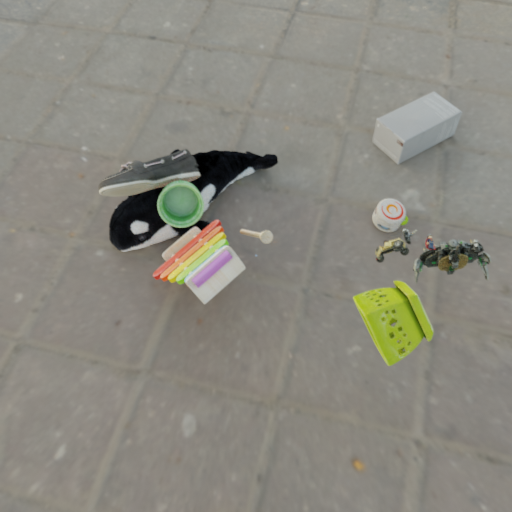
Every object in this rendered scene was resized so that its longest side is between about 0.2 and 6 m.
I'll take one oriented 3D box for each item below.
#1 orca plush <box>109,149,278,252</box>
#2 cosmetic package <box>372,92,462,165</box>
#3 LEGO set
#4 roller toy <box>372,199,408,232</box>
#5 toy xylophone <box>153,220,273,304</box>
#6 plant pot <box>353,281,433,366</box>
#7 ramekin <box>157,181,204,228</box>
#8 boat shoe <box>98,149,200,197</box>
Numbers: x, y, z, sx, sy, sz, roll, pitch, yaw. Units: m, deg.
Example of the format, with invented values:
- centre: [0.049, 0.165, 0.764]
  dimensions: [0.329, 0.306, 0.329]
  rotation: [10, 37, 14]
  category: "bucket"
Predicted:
- centre: [-1.365, -1.572, 11.838]
  dimensions: [3.996, 1.420, 2.102]
  rotation: [-21, 57, -14]
  category: "orca plush"
- centre: [3.803, -3.056, 13.309]
  dimensions: [1.872, 0.844, 1.000]
  rotation: [-28, 58, -15]
  category: "cosmetic package"
- centre: [3.230, -0.111, 9.934]
  dimensions: [1.530, 2.355, 0.667]
  rotation: [-25, 52, 37]
  category: "LEGO set"
- centre: [2.809, -0.855, 11.906]
  dimensions: [0.630, 0.483, 0.691]
  rotation: [-16, 66, -15]
  category: "roller toy"
- centre: [-0.825, -0.021, 10.321]
  dimensions: [1.934, 0.664, 2.641]
  rotation: [-44, 21, -15]
  category: "toy xylophone"
- centre: [2.022, 0.919, 8.191]
  dimensions: [0.823, 0.902, 0.907]
  rotation: [-27, 13, 4]
  category: "plant pot"
- centre: [-1.402, -0.989, 10.396]
  dimensions: [0.850, 0.850, 0.415]
  rotation: [-8, 23, -6]
  category: "ramekin"
- centre: [-2.005, -1.554, 10.344]
  dimensions: [2.161, 0.722, 0.616]
  rotation: [-18, 87, -42]
  category: "boat shoe"
